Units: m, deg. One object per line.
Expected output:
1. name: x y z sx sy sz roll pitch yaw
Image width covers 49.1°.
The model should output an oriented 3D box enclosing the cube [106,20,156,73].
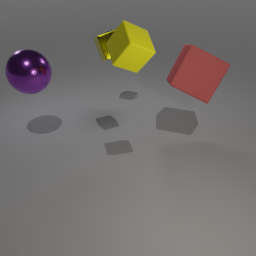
1. cube: 0.051 -1.761 6.136 0.700 0.700 0.700 8 54 -38

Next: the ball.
1. ball: -3.151 -1.783 8.923 1.400 1.400 1.400 0 30 0

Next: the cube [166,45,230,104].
1. cube: 2.278 -1.853 9.416 1.400 1.400 1.400 26 16 -5

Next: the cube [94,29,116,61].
1. cube: -0.511 -2.416 8.167 0.700 0.700 0.700 -24 16 -10
